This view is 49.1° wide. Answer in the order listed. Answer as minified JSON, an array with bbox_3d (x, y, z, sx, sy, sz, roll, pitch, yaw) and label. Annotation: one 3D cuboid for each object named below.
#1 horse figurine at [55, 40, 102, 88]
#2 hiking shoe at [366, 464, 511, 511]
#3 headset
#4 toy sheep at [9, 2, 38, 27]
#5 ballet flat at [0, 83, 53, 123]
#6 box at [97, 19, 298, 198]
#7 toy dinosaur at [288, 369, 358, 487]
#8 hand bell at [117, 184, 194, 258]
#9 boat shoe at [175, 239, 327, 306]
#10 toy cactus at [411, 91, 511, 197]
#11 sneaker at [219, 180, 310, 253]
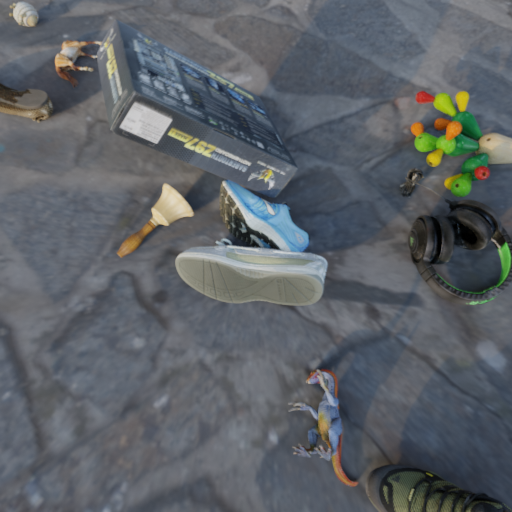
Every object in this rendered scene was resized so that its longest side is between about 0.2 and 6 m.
[{"bbox_3d":[-4.406,-4.776,13.559,1.096,0.413,1.654,8,56,6],"label":"horse figurine"},{"bbox_3d":[2.683,3.356,7.419,2.423,1.220,0.918,19,57,13],"label":"hiking shoe"},{"bbox_3d":[3.517,-0.379,10.361,1.732,1.318,2.805,-21,73,-13],"label":"headset"},{"bbox_3d":[-6.001,-6.262,14.486,0.620,0.620,0.899,-40,80,-24],"label":"toy sheep"},{"bbox_3d":[-5.715,-3.519,12.657,2.664,0.617,0.897,15,58,16],"label":"ballet flat"},{"bbox_3d":[-1.113,-2.710,10.480,3.486,0.889,2.749,18,36,-36],"label":"box"},{"bbox_3d":[1.039,2.466,8.604,1.551,0.814,1.407,54,40,-16],"label":"toy dinosaur"},{"bbox_3d":[-2.022,-0.556,10.581,1.563,0.814,0.814,-44,65,-13],"label":"hand bell"},{"bbox_3d":[-0.094,0.231,9.681,2.604,0.960,0.835,4,40,14],"label":"boat shoe"},{"bbox_3d":[4.414,-2.394,11.518,2.302,1.426,2.789,6,46,-8],"label":"toy cactus"},{"bbox_3d":[0.129,-0.688,10.532,0.994,0.866,2.210,-29,62,-29],"label":"sneaker"}]
